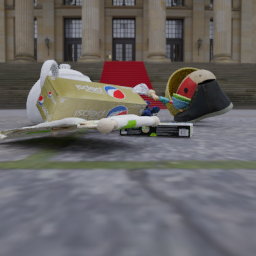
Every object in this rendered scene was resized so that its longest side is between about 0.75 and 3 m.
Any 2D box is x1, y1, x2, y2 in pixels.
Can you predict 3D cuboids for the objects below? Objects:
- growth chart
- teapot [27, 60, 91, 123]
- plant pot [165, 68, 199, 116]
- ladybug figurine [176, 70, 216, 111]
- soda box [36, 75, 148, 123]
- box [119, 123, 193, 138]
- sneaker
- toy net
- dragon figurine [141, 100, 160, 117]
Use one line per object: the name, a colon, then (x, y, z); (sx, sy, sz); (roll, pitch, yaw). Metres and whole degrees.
growth chart: (-0.809, -0.007, 4.275); (2.547, 0.226, 1.843); (-5, 0, 32)
teapot: (-1.909, -1.033, 8.464); (2.420, 1.791, 2.452); (-3, 3, -40)
plant pot: (2.241, -1.050, 10.631); (1.993, 1.993, 1.414); (-1, -21, -11)
ladybug figurine: (2.388, -1.116, 10.040); (1.338, 1.971, 0.709); (28, 33, 8)
soda box: (-0.708, -0.492, 5.978); (2.238, 0.758, 0.716); (0, 40, -42)
box: (0.578, 0.025, 5.552); (1.351, 0.234, 0.743); (1, 4, 16)
sneaker: (1.977, -0.764, 8.117); (1.873, 0.995, 0.700); (-19, 17, 43)
toy net: (1.117, -1.085, 9.221); (2.127, 0.411, 1.116); (24, 15, 23)
dragon figurine: (0.721, -0.453, 9.153); (0.895, 0.530, 1.801); (9, -9, 37)
